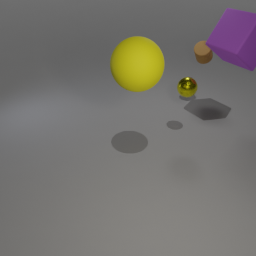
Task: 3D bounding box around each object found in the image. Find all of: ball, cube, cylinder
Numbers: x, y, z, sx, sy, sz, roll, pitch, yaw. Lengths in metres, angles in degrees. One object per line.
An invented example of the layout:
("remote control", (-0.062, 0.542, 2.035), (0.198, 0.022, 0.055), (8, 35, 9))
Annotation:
("ball", (2.044, -1.405, 9.661), (0.700, 0.700, 0.700), (0, 30, 0))
("cube", (3.867, -3.042, 9.667), (1.400, 1.400, 1.400), (21, 14, -42))
("ball", (0.236, -1.634, 7.239), (1.400, 1.400, 1.400), (0, 30, 0))
("cylinder", (3.138, -3.137, 11.641), (0.700, 0.700, 0.700), (-7, 71, 19))
